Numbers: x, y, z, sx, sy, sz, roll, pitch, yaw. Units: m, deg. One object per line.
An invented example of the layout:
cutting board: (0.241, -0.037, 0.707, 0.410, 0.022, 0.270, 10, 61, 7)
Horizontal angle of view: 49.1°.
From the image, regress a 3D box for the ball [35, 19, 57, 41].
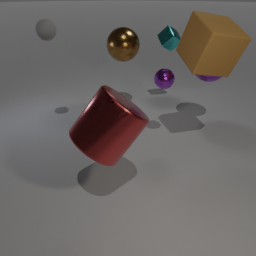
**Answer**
ball: (-2.776, -3.316, 9.471, 0.700, 0.700, 0.700, 0, 28, 0)

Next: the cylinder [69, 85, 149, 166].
cylinder: (-0.447, -0.056, 6.658, 1.400, 1.400, 1.400, 36, 12, -9)

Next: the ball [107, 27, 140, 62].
ball: (-0.202, -3.508, 11.786, 1.400, 1.400, 1.400, 0, 28, 0)

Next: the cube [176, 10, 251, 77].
cube: (2.587, -2.589, 8.715, 1.400, 1.400, 1.400, -1, 46, -22)

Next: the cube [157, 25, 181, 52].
cube: (1.851, -3.970, 12.426, 0.700, 0.700, 0.700, 13, 51, -46)

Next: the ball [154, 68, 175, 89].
ball: (1.242, -1.685, 9.575, 0.700, 0.700, 0.700, 0, 28, 0)

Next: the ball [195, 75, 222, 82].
ball: (3.201, -2.506, 10.924, 1.400, 1.400, 1.400, 0, 28, 0)
